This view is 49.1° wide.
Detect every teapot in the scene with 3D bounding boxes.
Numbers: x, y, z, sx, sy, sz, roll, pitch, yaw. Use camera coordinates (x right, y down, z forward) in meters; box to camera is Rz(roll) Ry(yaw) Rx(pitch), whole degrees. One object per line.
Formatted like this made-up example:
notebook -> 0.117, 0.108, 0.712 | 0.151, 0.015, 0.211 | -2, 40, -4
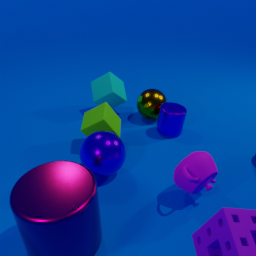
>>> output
teapot -> 1.385, 0.926, 5.492 | 0.701, 0.890, 1.431 | 50, 18, 28

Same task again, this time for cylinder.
cylinder -> -1.064, 1.365, 4.393 | 1.240, 1.240, 1.240 | -1, 34, 0
cylinder -> 1.198, -0.237, 7.763 | 0.729, 0.729, 0.729 | 6, 31, -3

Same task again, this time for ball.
ball -> -0.552, 0.558, 6.126 | 1.008, 1.008, 1.008 | 0, 29, 0
ball -> 0.727, -0.726, 8.493 | 0.938, 0.938, 0.938 | 0, 29, 0

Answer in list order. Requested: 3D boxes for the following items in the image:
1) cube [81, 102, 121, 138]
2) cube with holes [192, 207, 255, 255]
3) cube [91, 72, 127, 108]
cube -> -0.664, -0.076, 7.075 | 0.710, 0.710, 0.710 | -24, 36, 21
cube with holes -> 1.467, 1.616, 3.548 | 0.840, 0.840, 0.840 | 9, 45, -16
cube -> -0.598, -1.134, 8.748 | 0.766, 0.766, 0.766 | -23, 62, 25
